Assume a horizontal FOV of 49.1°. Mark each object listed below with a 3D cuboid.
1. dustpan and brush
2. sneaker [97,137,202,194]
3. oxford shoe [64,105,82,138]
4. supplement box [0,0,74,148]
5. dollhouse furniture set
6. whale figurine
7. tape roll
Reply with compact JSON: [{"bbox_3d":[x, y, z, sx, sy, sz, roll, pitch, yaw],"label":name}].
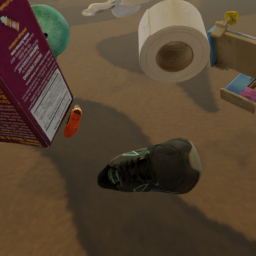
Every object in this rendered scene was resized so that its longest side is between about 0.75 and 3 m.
[{"bbox_3d":[-0.199,-4.002,8.635,2.954,2.061,0.845,-20,80,-27],"label":"dustpan and brush"},{"bbox_3d":[0.224,0.671,4.049,0.813,2.050,0.773,-9,79,-29],"label":"sneaker"},{"bbox_3d":[-1.145,-0.130,5.830,0.269,0.753,0.275,18,27,-23],"label":"oxford shoe"},{"bbox_3d":[-2.348,-1.048,4.771,1.797,2.745,1.417,4,51,18],"label":"supplement box"},{"bbox_3d":[2.823,-1.371,5.594,1.309,2.006,1.894,-42,48,-13],"label":"dollhouse furniture set"},{"bbox_3d":[-2.451,-2.190,7.186,2.063,1.641,1.070,-38,32,-1],"label":"whale figurine"},{"bbox_3d":[0.811,-1.558,5.148,1.249,1.249,0.858,0,52,0],"label":"tape roll"}]
